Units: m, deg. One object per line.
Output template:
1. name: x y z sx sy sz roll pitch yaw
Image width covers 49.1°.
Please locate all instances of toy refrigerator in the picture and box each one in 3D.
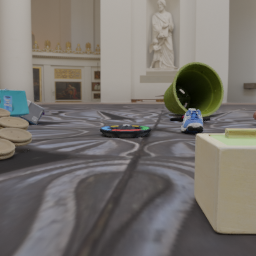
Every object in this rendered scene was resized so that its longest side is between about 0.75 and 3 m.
1. toy refrigerator: 1.449 0.330 2.034 1.786 0.625 0.678 0 7 2

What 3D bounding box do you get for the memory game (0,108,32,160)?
1. memory game: -2.856 -0.042 4.287 2.686 0.171 2.686 14 16 -4

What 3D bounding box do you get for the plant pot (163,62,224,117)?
1. plant pot: 2.780 -1.553 13.249 2.456 2.456 2.333 -2 -6 -16

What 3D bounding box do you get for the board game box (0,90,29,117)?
1. board game box: -4.166 -0.387 6.501 2.125 0.661 2.815 -10 0 32

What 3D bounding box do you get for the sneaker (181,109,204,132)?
1. sneaker: 1.610 -0.189 7.096 0.546 0.555 1.441 2 8 5

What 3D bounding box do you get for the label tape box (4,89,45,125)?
1. label tape box: -3.766 -0.829 8.920 1.907 0.604 1.375 30 -9 -28

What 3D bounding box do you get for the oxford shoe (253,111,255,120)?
1. oxford shoe: 4.477 -0.224 8.313 1.569 0.555 0.579 0 34 -21

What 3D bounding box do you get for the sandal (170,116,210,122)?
1. sandal: 2.130 -0.386 9.831 1.517 0.342 0.570 6 8 42

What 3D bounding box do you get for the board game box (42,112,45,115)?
1. board game box: -4.682 -0.685 13.410 0.742 0.200 1.236 -2 5 21

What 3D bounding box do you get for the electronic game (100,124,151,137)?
1. electronic game: -0.058 0.039 6.431 1.169 0.243 1.169 0 6 0
